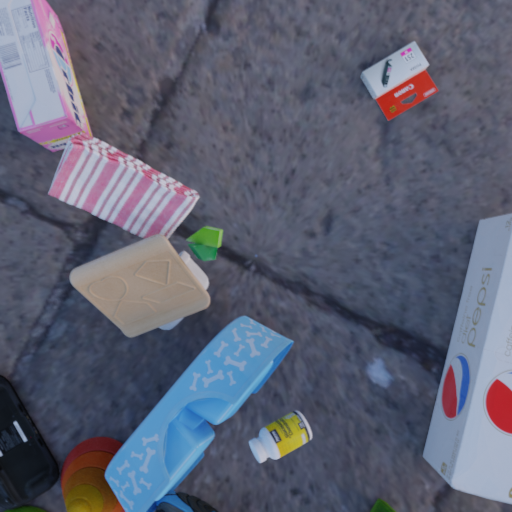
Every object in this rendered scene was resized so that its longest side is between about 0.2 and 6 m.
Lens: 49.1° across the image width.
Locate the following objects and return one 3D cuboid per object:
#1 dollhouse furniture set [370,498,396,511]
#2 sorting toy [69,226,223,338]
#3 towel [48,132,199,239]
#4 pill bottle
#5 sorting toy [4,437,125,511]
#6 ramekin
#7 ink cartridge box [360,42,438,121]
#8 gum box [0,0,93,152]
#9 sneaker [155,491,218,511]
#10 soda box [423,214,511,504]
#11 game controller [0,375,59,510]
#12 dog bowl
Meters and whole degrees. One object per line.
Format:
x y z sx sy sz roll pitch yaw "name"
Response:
2.909 5.093 9.402 2.366 0.913 1.182 37 81 -18 "dollhouse furniture set"
-1.308 0.309 8.013 2.156 1.594 0.317 -22 45 7 "sorting toy"
-1.787 -0.795 7.439 1.755 1.284 0.262 27 50 -17 "towel"
0.358 2.738 8.423 0.878 0.492 0.492 -24 88 -18 "pill bottle"
-3.707 4.783 8.852 4.314 1.486 1.496 -43 89 -2 "sorting toy"
-1.349 0.608 9.098 0.670 1.277 1.277 42 89 -9 "ramekin"
2.500 -3.017 9.687 1.074 0.234 0.932 -31 87 -1 "ink cartridge box"
-3.540 -3.097 9.098 0.810 1.390 2.449 -16 88 0 "gum box"
-0.623 4.914 8.894 2.821 1.033 1.155 43 84 -6 "sneaker"
3.975 1.554 8.939 1.360 1.455 4.272 14 88 0 "soda box"
-4.262 3.130 9.446 1.145 0.462 2.195 -30 89 -10 "game controller"
-0.918 2.454 8.715 0.901 2.027 3.636 39 88 12 "dog bowl"
